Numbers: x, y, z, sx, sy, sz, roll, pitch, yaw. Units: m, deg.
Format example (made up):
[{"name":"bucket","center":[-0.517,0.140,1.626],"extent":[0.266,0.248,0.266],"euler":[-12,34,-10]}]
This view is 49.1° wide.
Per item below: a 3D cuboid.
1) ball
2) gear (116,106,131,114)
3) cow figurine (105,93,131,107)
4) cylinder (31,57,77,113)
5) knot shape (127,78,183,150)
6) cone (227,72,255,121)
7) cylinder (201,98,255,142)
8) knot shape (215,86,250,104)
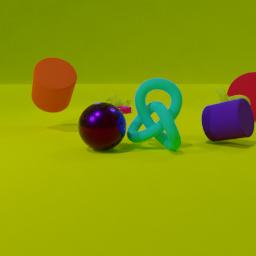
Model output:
[{"name":"ball","center":[-0.515,-0.033,5.645],"extent":[0.977,0.977,0.977],"euler":[0,10,0]},{"name":"gear","center":[-0.507,-0.788,12.180],"extent":[1.313,0.243,1.313],"euler":[0,10,0]},{"name":"cow figurine","center":[-0.419,-1.256,13.100],"extent":[1.009,1.026,0.563],"euler":[-33,-5,0]},{"name":"cylinder","center":[-2.072,-1.174,7.793],"extent":[1.119,1.119,1.119],"euler":[-5,-28,-25]},{"name":"knot shape","center":[0.496,-0.176,5.827],"extent":[0.688,1.488,1.393],"euler":[0,-18,-42]},{"name":"cone","center":[4.449,-1.191,9.986],"extent":[1.628,1.628,1.634],"euler":[4,13,24]},{"name":"cylinder","center":[2.196,-0.162,6.162],"extent":[0.844,0.844,0.844],"euler":[-12,-1,44]},{"name":"knot shape","center":[2.772,-0.440,7.712],"extent":[1.315,1.230,0.608],"euler":[34,-25,-19]}]
